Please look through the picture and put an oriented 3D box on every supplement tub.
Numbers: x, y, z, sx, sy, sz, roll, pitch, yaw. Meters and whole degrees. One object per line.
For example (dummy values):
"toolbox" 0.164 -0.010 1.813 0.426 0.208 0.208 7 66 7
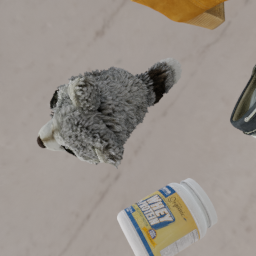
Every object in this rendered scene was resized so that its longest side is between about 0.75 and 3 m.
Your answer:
"supplement tub" 0.669 1.623 4.880 1.476 1.068 1.068 -27 79 -12

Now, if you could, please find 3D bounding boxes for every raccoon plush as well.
"raccoon plush" -0.021 -0.548 3.800 2.720 1.823 1.316 -46 103 -17

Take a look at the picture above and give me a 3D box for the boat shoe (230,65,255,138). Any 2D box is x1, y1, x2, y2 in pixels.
"boat shoe" 2.131 -0.781 4.102 0.573 0.719 1.900 23 88 -13

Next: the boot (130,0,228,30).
"boot" 1.393 -2.878 4.681 2.092 2.922 1.028 11 63 -23
